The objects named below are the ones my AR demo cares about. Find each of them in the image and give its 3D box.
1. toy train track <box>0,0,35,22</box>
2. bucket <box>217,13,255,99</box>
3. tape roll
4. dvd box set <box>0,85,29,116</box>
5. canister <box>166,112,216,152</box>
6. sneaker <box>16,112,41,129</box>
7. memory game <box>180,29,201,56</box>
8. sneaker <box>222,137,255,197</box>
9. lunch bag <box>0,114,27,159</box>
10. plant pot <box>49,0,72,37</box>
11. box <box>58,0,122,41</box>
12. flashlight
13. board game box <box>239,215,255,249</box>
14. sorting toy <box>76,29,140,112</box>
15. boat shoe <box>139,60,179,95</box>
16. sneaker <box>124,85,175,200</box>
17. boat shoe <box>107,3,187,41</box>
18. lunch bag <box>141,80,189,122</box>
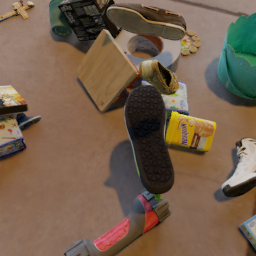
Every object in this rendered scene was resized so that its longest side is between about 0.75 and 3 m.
[{"bbox_3d":[-5.143,-5.060,12.176,2.190,0.356,1.256,-33,65,-17],"label":"toy train track"},{"bbox_3d":[4.559,-2.443,9.836,2.760,1.796,2.760,0,60,1],"label":"bucket"},{"bbox_3d":[0.652,-2.797,10.523,2.564,0.847,2.564,-1,61,2],"label":"tape roll"},{"bbox_3d":[-4.247,-0.903,9.039,1.477,0.297,2.018,-11,30,-32],"label":"dvd box set"},{"bbox_3d":[1.947,0.130,8.829,1.395,0.604,1.036,13,106,4],"label":"canister"},{"bbox_3d":[-3.393,-0.380,9.503,0.782,0.297,0.565,-24,66,-12],"label":"sneaker"},{"bbox_3d":[2.166,-3.565,11.451,1.652,0.105,1.652,0,60,0],"label":"memory game"},{"bbox_3d":[3.455,1.115,8.457,2.302,0.869,1.324,-22,53,-21],"label":"sneaker"},{"bbox_3d":[-4.138,0.299,8.768,1.491,0.923,1.267,-23,63,-22],"label":"lunch bag"},{"bbox_3d":[-2.651,-4.407,11.387,1.200,1.200,1.128,2,74,1],"label":"plant pot"},{"bbox_3d":[-1.370,-4.239,10.543,2.004,1.641,0.863,10,56,40],"label":"box"},{"bbox_3d":[-0.259,2.680,7.378,2.908,0.988,0.984,-29,39,-15],"label":"flashlight"},{"bbox_3d":[4.423,2.761,7.642,2.225,0.381,1.496,-25,63,-14],"label":"board game box"},{"bbox_3d":[-0.652,-1.932,9.647,0.685,1.968,1.956,-9,60,-50],"label":"sorting toy"},{"bbox_3d":[0.675,-0.923,5.162,0.375,1.192,0.435,-7,70,37],"label":"boat shoe"},{"bbox_3d":[0.470,0.348,7.011,1.022,1.180,2.849,-4,71,-1],"label":"sneaker"},{"bbox_3d":[0.604,-3.382,8.687,2.521,0.843,0.718,13,63,-10],"label":"boat shoe"},{"bbox_3d":[1.236,-0.932,9.435,1.541,0.982,1.310,-4,60,9],"label":"lunch bag"}]
